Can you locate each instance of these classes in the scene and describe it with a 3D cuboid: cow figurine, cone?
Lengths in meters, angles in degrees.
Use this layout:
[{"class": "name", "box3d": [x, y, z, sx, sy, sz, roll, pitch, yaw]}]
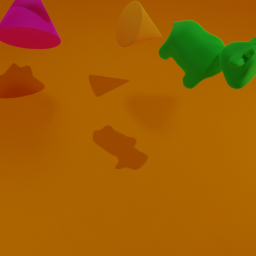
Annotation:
[{"class": "cow figurine", "box3d": [1.274, -1.196, 4.357, 0.814, 1.459, 1.482, -41, 88, -23]}, {"class": "cone", "box3d": [0.453, -2.437, 7.020, 1.093, 1.089, 1.089, 7, 42, -35]}, {"class": "cone", "box3d": [-2.425, -2.935, 6.875, 1.539, 1.539, 1.545, 0, 88, 0]}]
